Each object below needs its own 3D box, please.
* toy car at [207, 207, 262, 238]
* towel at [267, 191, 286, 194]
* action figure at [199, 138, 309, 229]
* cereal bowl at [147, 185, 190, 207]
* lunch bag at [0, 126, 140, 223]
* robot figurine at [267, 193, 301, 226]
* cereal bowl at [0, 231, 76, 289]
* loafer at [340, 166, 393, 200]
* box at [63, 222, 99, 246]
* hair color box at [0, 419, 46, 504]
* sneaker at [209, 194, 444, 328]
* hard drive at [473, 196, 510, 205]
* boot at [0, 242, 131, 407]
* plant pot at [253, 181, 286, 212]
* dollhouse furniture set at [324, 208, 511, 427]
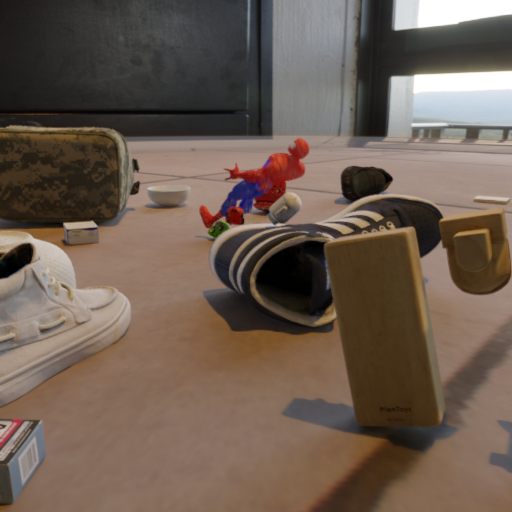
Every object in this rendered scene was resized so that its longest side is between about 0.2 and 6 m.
[{"bbox_3d":[-0.446,-0.589,10.817,1.165,0.276,1.238,-10,-29,36],"label":"toy car"},{"bbox_3d":[0.121,-1.889,16.448,1.385,0.239,0.917,-2,16,-10],"label":"towel"},{"bbox_3d":[-0.010,-1.345,10.302,0.953,0.753,2.912,-5,-14,-39],"label":"action figure"},{"bbox_3d":[-2.301,-1.569,14.809,1.135,0.473,1.135,0,14,0],"label":"cereal bowl"},{"bbox_3d":[-4.372,-1.970,13.073,3.057,2.130,2.564,-1,17,-6],"label":"lunch bag"},{"bbox_3d":[0.398,-0.644,7.591,0.540,0.305,0.458,-41,3,28],"label":"robot figurine"},{"bbox_3d":[-3.545,0.167,7.680,2.034,0.847,2.034,1,15,0],"label":"cereal bowl"},{"bbox_3d":[3.161,-2.139,15.964,0.982,0.950,2.797,-2,9,29],"label":"loafer"},{"bbox_3d":[-3.406,-0.442,10.888,0.584,0.333,0.635,-6,16,-24],"label":"box"},{"bbox_3d":[-2.137,1.426,3.963,1.088,0.330,0.538,0,15,3],"label":"hair color box"},{"bbox_3d":[1.260,-0.004,7.421,3.541,1.241,1.921,-11,12,-12],"label":"sneaker"},{"bbox_3d":[6.466,-1.535,15.373,0.848,0.111,0.559,10,18,32],"label":"hard drive"},{"bbox_3d":[-2.157,0.457,5.777,0.962,1.250,2.616,4,16,16],"label":"boot"},{"bbox_3d":[0.313,-1.489,13.714,0.812,0.739,0.812,5,-6,1],"label":"plant pot"},{"bbox_3d":[1.967,0.565,4.827,2.037,1.937,1.659,-9,5,27],"label":"dollhouse furniture set"}]
